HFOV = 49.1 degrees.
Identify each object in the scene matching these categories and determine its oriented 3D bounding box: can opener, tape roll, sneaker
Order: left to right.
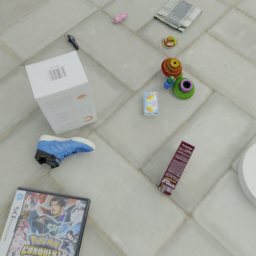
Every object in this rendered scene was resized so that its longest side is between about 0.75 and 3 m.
[{"bbox_3d":[-2.393,0.991,10.475,2.227,0.855,1.239,6,59,7],"label":"sneaker"},{"bbox_3d":[-2.580,-4.066,13.195,0.370,0.299,0.942,-29,68,-14],"label":"can opener"},{"bbox_3d":[5.555,1.774,10.309,2.874,0.525,2.874,0,65,0],"label":"tape roll"}]

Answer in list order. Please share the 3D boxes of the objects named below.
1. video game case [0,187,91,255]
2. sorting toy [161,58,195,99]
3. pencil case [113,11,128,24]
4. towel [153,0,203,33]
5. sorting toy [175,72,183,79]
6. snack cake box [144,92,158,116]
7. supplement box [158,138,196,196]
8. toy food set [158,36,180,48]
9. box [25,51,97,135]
[{"bbox_3d":[-2.864,3.439,9.625,2.697,0.344,2.437,8,65,4],"label":"video game case"},{"bbox_3d":[2.089,-2.135,11.759,1.187,0.811,1.975,-33,84,-14],"label":"sorting toy"},{"bbox_3d":[-0.361,-5.468,13.840,0.765,0.335,0.335,-36,70,-15],"label":"pencil case"},{"bbox_3d":[2.495,-5.720,13.962,1.815,0.326,1.885,35,70,15],"label":"towel"},{"bbox_3d":[2.050,-2.682,12.472,0.615,0.420,1.024,-23,67,-11],"label":"sorting toy"},{"bbox_3d":[0.943,-1.002,11.728,0.568,0.332,0.987,0,65,0],"label":"snack cake box"},{"bbox_3d":[1.770,1.432,10.199,0.574,1.026,1.884,26,67,12],"label":"supplement box"},{"bbox_3d":[1.951,-4.080,13.254,0.996,0.200,0.688,-2,65,-1],"label":"toy food set"},{"bbox_3d":[-2.330,-1.173,10.386,1.798,2.890,1.409,-20,66,-9],"label":"box"}]
